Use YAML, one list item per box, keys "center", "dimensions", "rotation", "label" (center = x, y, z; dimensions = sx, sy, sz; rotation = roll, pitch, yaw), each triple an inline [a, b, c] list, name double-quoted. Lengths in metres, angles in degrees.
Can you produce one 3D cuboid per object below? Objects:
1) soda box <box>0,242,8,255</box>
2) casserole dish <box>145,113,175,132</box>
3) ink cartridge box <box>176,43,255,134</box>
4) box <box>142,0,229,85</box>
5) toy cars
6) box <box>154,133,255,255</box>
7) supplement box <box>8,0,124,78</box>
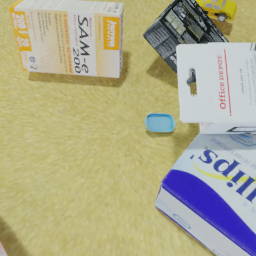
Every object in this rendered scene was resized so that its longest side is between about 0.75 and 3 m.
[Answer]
- center: [-2.931, 1.969, 4.923]
  dimensions: [0.898, 0.835, 2.626]
  rotation: [-13, 30, -40]
  label: "soda box"
- center: [0.784, -0.121, 6.974]
  dimensions: [0.792, 0.154, 0.480]
  rotation: [1, 75, -11]
  label: "casserole dish"
- center: [2.107, -0.687, 5.099]
  dimensions: [2.569, 0.871, 1.490]
  rotation: [0, 77, -2]
  label: "ink cartridge box"
- center: [1.524, -2.300, 7.227]
  dimensions: [1.805, 0.777, 1.478]
  rotation: [43, 63, -15]
  label: "box"
- center: [2.257, -4.322, 8.800]
  dimensions: [1.309, 0.646, 2.919]
  rotation: [-24, 59, -12]
  label: "toy cars"
- center: [2.479, 1.119, 5.683]
  dimensions: [2.697, 1.539, 2.933]
  rotation: [35, 67, 18]
  label: "box"
- center: [-1.491, -2.365, 7.385]
  dimensions: [2.714, 1.710, 0.998]
  rotation: [4, 39, 3]
  label: "supplement box"
